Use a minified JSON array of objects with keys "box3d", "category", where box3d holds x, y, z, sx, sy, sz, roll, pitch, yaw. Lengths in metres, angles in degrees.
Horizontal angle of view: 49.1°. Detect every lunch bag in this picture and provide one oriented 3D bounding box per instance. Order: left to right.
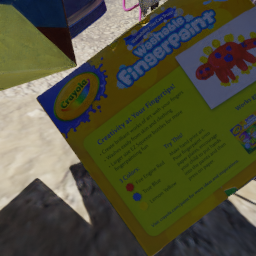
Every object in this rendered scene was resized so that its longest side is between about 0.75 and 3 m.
[{"box3d":[-1.754,-3.139,6.756,1.792,1.746,2.638,28,58,26],"category":"lunch bag"}]

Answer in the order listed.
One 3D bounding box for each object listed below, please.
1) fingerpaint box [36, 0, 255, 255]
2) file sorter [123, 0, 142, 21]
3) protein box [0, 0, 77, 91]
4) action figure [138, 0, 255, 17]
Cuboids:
[{"box3d":[0.504,-0.179,2.709,2.038,0.748,1.700,-38,82,-1],"category":"fingerpaint box"},{"box3d":[1.048,-3.815,7.769,1.873,2.987,2.076,-20,56,36],"category":"file sorter"},{"box3d":[-2.861,-1.494,4.347,2.758,1.861,2.738,-4,11,42],"category":"protein box"},{"box3d":[1.098,-2.181,4.438,1.808,0.964,2.779,-29,54,11],"category":"action figure"}]
